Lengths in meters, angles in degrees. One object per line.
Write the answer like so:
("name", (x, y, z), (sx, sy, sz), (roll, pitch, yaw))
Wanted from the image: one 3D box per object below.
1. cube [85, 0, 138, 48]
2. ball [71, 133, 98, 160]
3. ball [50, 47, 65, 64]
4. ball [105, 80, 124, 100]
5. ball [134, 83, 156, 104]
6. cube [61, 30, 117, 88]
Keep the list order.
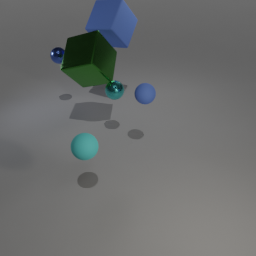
("cube", (-0.673, -4.359, 11.771), (1.400, 1.400, 1.400), (14, -10, 32))
("ball", (-1.104, 0.472, 7.132), (0.700, 0.700, 0.700), (0, 32, 0))
("ball", (-2.985, -3.118, 12.046), (0.700, 0.700, 0.700), (0, 32, 0))
("ball", (-0.484, -1.373, 10.152), (0.700, 0.700, 0.700), (0, 32, 0))
("ball", (0.564, -1.128, 9.218), (0.700, 0.700, 0.700), (0, 32, 0))
("cube", (-1.412, -2.503, 10.387), (1.400, 1.400, 1.400), (-4, 68, 28))
